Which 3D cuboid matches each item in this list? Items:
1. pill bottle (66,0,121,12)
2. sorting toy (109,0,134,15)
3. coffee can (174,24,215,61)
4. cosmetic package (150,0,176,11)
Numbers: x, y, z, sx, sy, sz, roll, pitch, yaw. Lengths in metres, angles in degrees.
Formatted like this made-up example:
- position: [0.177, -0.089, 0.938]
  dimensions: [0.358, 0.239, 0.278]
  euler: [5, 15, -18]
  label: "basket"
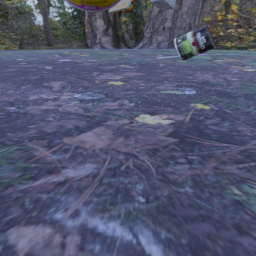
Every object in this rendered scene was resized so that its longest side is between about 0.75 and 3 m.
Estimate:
- position: [-0.515, -2.574, 3.653]
  dimensions: [1.393, 1.393, 2.673]
  euler: [-1, 7, -4]
  label: "pill bottle"
- position: [-0.133, -4.437, 9.957]
  dimensions: [0.893, 0.888, 0.311]
  euler: [6, -22, 40]
  label: "sorting toy"
- position: [2.315, -2.947, 9.769]
  dimensions: [1.171, 0.857, 0.857]
  euler: [-18, 10, 27]
  label: "coffee can"
- position: [1.307, -4.928, 9.704]
  dimensions: [0.645, 1.429, 0.763]
  euler: [13, 0, 43]
  label: "cosmetic package"
